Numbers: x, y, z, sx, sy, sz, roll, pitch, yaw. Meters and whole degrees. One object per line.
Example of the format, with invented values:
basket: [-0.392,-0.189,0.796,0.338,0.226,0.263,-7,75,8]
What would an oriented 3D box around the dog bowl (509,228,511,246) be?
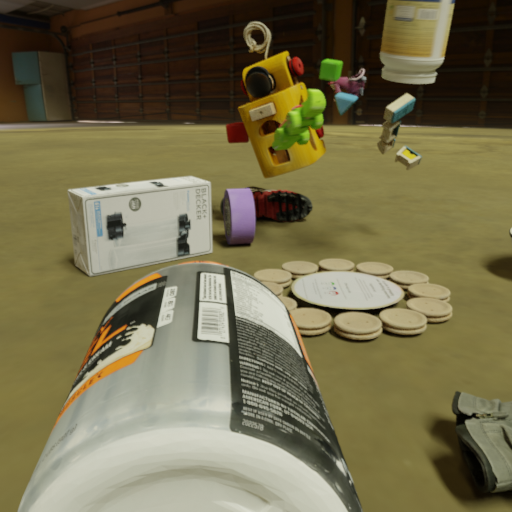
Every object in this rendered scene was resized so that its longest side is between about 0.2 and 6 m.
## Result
dog bowl: [5.354,0.009,9.526,2.013,0.742,2.013,-1,17,0]

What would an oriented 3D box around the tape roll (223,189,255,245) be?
tape roll: [-0.361,-0.807,11.529,0.487,1.146,1.146,-3,17,-10]

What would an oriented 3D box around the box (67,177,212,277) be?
box: [-2.055,-0.610,10.325,2.512,1.465,0.755,-11,20,-35]

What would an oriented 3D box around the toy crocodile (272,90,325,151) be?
toy crocodile: [0.782,-2.572,10.952,0.645,0.590,1.910,-11,-10,-19]

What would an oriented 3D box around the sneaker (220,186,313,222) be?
sneaker: [0.269,-1.301,13.763,2.221,0.785,1.085,0,19,4]

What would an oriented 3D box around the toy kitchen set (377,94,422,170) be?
toy kitchen set: [3.077,-2.492,11.358,0.668,1.134,0.909,-37,63,-23]

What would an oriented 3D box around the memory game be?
memory game: [1.364,0.576,8.571,3.192,0.203,3.192,0,16,0]

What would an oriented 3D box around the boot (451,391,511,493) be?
boot: [2.415,1.686,4.167,1.553,0.805,2.377,-4,9,4]

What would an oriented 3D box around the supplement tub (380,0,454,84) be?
supplement tub: [2.640,-3.678,9.298,1.056,1.463,1.056,3,27,-1]

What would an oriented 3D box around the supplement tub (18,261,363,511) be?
supplement tub: [-0.418,1.126,3.995,1.783,1.783,2.910,-1,16,-4]

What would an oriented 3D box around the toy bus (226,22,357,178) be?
toy bus: [0.400,-3.231,12.434,2.995,2.826,1.547,29,32,8]

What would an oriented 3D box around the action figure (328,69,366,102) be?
action figure: [2.002,-3.851,12.606,0.850,0.633,0.570,16,66,22]
